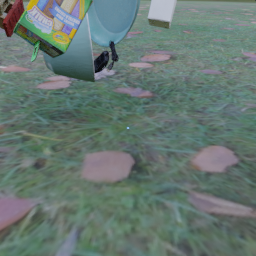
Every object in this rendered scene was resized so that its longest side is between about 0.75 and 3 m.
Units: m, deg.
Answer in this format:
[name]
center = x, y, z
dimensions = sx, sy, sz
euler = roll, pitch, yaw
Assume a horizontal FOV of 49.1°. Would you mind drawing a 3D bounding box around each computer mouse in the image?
[computer mouse]
center = -0.510, -1.474, 6.456
dimensions = 0.219, 0.950, 0.667
euler = 15, 47, -39

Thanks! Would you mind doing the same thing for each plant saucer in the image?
[plant saucer]
center = -0.475, -3.488, 7.287
dimensions = 0.475, 2.643, 2.643
euler = -18, 33, -37

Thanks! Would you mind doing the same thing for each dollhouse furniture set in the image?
[dollhouse furniture set]
center = -2.796, -2.824, 5.570
dimensions = 1.084, 2.015, 0.819
euler = 24, 72, -8

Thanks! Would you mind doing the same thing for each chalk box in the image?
[chalk box]
center = -1.164, -1.505, 4.058
dimensions = 0.714, 1.154, 0.718
euler = 31, -9, -28

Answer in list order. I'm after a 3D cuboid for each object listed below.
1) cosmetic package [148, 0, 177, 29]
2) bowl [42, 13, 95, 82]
[cosmetic package]
center = 0.666, -2.353, 4.940
dimensions = 0.422, 1.040, 0.587
euler = 15, 8, 6
[bowl]
center = -1.443, -2.052, 6.562
dimensions = 1.095, 2.093, 2.093
euler = -9, 30, -8
